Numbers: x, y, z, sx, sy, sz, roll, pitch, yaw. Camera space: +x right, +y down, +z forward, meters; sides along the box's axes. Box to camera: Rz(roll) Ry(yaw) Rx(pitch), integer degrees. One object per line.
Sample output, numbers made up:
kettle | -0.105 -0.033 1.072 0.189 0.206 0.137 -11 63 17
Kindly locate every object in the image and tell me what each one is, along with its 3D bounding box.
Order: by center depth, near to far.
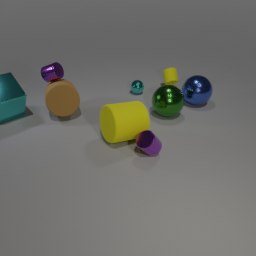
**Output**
cylinder | 0.733 0.526 9.726 0.700 0.700 0.700 -15 57 24
cylinder | -0.143 -0.232 10.352 1.400 1.400 1.400 -9 32 -28
cube | -5.246 -1.221 11.702 1.400 1.400 1.400 -26 69 -35
cylinder | -3.199 -2.354 11.861 0.700 0.700 0.700 -12 26 25
ball | 1.725 -1.168 12.082 1.400 1.400 1.400 0 32 0
cylinder | -2.856 -1.334 12.105 1.400 1.400 1.400 -9 21 -14
ball | 3.210 -1.751 13.037 1.400 1.400 1.400 0 32 0
ball | 0.470 -2.088 14.218 0.700 0.700 0.700 0 32 0
cylinder | 2.212 -2.682 14.574 0.700 0.700 0.700 -8 -8 -1
